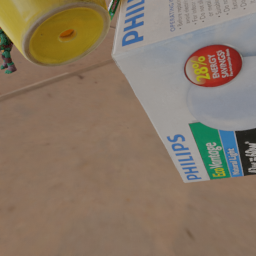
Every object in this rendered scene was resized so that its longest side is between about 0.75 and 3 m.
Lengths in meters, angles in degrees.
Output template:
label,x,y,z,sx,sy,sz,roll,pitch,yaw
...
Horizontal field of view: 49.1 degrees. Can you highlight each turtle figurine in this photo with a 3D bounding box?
label,x,y,z,sx,sy,sz,roll,pitch,yaw
turtle figurine,-3.266,-2.113,7.160,0.672,1.335,1.000,-17,37,-13

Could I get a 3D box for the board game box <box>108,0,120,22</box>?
label,x,y,z,sx,sy,sz,roll,pitch,yaw
board game box,-0.407,-3.632,8.197,0.202,0.933,1.387,23,69,-16

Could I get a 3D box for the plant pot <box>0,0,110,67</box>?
label,x,y,z,sx,sy,sz,roll,pitch,yaw
plant pot,-0.928,-1.513,3.024,1.512,1.512,1.422,-21,77,-28

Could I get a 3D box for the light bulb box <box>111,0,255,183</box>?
label,x,y,z,sx,sy,sz,roll,pitch,yaw
light bulb box,1.533,-0.730,3.238,2.575,2.552,1.607,-12,50,21
